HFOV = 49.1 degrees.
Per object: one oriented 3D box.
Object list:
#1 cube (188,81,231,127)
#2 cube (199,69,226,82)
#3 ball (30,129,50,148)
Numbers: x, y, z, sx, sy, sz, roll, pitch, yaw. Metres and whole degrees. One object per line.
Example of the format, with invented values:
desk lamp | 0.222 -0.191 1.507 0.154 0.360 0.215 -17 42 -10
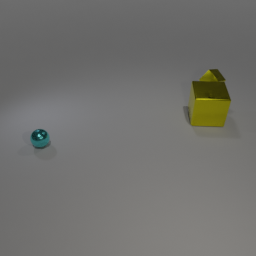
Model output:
cube | 3.382 -1.031 11.864 1.400 1.400 1.400 2 41 3
cube | 3.776 -2.146 12.534 0.700 0.700 0.700 -14 66 -40
ball | -3.278 0.377 10.432 0.700 0.700 0.700 0 31 0
